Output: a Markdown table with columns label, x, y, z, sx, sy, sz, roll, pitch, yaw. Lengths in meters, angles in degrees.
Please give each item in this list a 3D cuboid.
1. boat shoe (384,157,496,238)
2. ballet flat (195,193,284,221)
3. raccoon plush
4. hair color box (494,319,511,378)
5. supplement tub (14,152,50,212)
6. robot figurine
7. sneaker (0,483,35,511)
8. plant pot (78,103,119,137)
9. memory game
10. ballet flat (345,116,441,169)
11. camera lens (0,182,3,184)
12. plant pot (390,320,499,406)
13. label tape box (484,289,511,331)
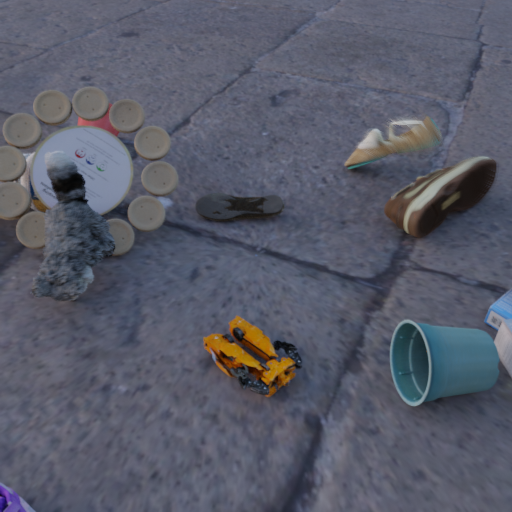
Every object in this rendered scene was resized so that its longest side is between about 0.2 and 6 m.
| label | x | y | z | sx | sy | sz | roll | pitch | yaw |
| --- | --- | --- | --- | --- | --- | --- | --- | --- | --- |
| boat shoe | 4.152 | -1.563 | 12.689 | 3.167 | 1.170 | 1.172 | -28 | 39 | -30 |
| ballet flat | -0.360 | -1.090 | 12.681 | 2.010 | 0.466 | 0.677 | -2 | 77 | 5 |
| raccoon plush | -3.677 | -0.389 | 10.172 | 1.257 | 2.598 | 1.741 | -16 | 25 | 16 |
| hair color box | 4.389 | 1.725 | 9.026 | 0.415 | 0.677 | 1.368 | -5 | 40 | -6 |
| supplement tub | -4.329 | -1.628 | 12.532 | 1.916 | 1.386 | 1.386 | 5 | 40 | 6 |
| robot figurine | -0.039 | 1.679 | 9.246 | 1.192 | 0.479 | 1.644 | -31 | 48 | -32 |
| sneaker | -2.943 | 3.401 | 6.822 | 2.063 | 0.912 | 0.830 | 23 | 44 | 24 |
| plant pot | -4.241 | -3.367 | 14.957 | 1.193 | 1.193 | 1.055 | 1 | 50 | 2 |
| memory game | -3.627 | -1.757 | 11.850 | 3.956 | 0.252 | 3.956 | 2 | 77 | -8 |
| ballet flat | 3.242 | -2.807 | 13.694 | 2.429 | 0.793 | 0.856 | -14 | 15 | 27 |
| camera lens | -5.853 | -1.565 | 12.753 | 0.746 | 0.933 | 0.746 | 34 | 31 | -24 |
| plant pot | 2.968 | 1.641 | 8.776 | 1.276 | 1.303 | 1.303 | 0 | 39 | -13 |
| label tape box | 4.945 | 1.012 | 10.091 | 1.361 | 0.450 | 0.975 | -27 | 47 | -32 |
